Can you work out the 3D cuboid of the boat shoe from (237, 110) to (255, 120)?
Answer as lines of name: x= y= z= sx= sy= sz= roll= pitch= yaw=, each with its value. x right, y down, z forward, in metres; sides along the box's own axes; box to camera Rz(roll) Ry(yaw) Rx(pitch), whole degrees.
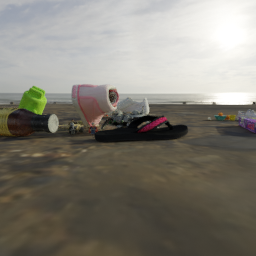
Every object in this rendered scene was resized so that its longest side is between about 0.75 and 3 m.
boat shoe: x=5.156 y=-0.544 z=11.826 sx=0.475 sy=0.468 sz=1.340 roll=-2 pitch=6 yaw=-17

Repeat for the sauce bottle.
sauce bottle: x=-2.821 y=-0.147 z=7.051 sx=2.231 sy=0.737 sz=0.737 roll=3 pitch=7 yaw=16

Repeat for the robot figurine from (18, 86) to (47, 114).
robot figurine: x=-3.134 y=-0.697 z=9.104 sx=0.750 sy=1.296 sz=1.137 roll=24 pitch=19 yaw=-12

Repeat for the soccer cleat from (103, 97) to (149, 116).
soccer cleat: x=-0.226 y=-1.005 z=13.614 sx=2.601 sy=1.009 sz=0.901 roll=2 pitch=6 yaw=21

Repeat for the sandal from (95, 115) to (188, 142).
sandal: x=0.408 y=-0.025 z=6.604 sx=2.415 sy=0.544 sz=0.907 roll=-3 pitch=7 yaw=-23

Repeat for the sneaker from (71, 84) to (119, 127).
sneaker: x=-0.809 y=-0.624 z=8.348 sx=1.212 sy=0.873 sz=2.319 roll=-4 pitch=-17 yaw=4

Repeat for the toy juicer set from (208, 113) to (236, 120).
toy juicer set: x=3.949 y=-0.511 z=12.170 sx=1.233 sy=0.336 sz=0.784 roll=-1 pitch=6 yaw=-7

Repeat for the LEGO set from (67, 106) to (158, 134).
LEGO set: x=-0.382 y=-0.247 z=7.715 sx=2.584 sy=0.732 sz=1.678 roll=-3 pitch=5 yaw=-32

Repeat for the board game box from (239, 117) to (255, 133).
board game box: x=4.343 y=-0.114 z=8.512 sx=1.483 sy=0.399 sz=2.471 roll=6 pitch=7 yaw=12

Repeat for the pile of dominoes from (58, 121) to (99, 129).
pile of dominoes: x=-1.731 y=-0.157 z=9.403 sx=1.071 sy=0.219 sz=1.374 roll=3 pitch=6 yaw=27
